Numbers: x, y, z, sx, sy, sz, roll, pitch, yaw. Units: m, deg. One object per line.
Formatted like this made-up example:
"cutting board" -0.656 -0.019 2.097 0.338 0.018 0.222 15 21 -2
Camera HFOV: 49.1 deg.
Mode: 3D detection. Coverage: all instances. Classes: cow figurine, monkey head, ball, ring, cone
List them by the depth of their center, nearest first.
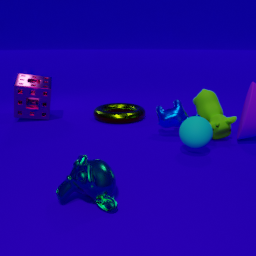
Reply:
"monkey head" -0.701 0.982 4.905 0.964 0.807 1.340 -45 35 4
"ball" 1.632 0.110 6.740 0.782 0.782 0.782 0 17 0
"cone" 3.972 -0.281 7.504 1.632 1.625 1.625 14 21 17
"cow figurine" 1.444 -0.196 7.935 1.192 1.173 0.654 -18 -24 3
"cow figurine" 2.446 -0.438 8.120 0.862 1.570 1.544 -15 -9 2
"ring" -0.308 -0.557 10.105 1.895 0.379 1.895 0 17 0

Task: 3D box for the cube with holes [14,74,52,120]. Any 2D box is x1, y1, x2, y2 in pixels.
"cube with holes" -3.322 -1.107 9.843 1.161 1.161 1.161 4 29 -17
